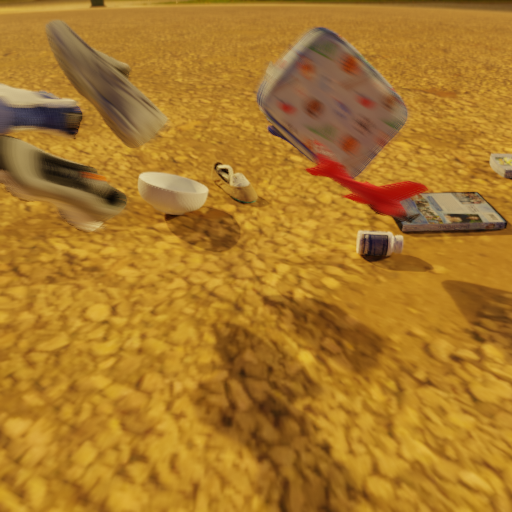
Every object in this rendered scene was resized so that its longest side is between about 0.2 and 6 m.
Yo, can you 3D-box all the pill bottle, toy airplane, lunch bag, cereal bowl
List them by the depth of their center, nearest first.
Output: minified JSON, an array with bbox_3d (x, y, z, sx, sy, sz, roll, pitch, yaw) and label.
[{"bbox_3d":[1.568,-1.012,8.274,1.992,1.992,0.366,23,78,34],"label":"toy airplane"},{"bbox_3d":[1.284,-2.689,10.102,2.531,2.028,0.956,38,17,-19],"label":"lunch bag"},{"bbox_3d":[2.389,-0.238,10.841,0.843,0.468,0.468,3,31,5],"label":"pill bottle"},{"bbox_3d":[-1.864,-1.322,12.319,1.537,0.640,1.537,14,19,-5],"label":"cereal bowl"}]

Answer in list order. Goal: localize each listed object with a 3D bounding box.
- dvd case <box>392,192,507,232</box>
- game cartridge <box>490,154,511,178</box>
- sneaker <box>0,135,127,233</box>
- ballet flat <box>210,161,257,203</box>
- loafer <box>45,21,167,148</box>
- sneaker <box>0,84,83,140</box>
[{"bbox_3d":[4.104,-1.005,12.408,2.290,0.201,1.634,-2,30,-2],"label":"dvd case"},{"bbox_3d":[6.646,-2.376,14.701,0.866,0.266,1.301,-1,30,6],"label":"game cartridge"},{"bbox_3d":[-2.693,-1.083,7.798,0.874,2.205,0.815,-21,64,19],"label":"sneaker"},{"bbox_3d":[-0.584,-1.798,13.395,0.606,0.556,1.766,-20,36,-30],"label":"ballet flat"},{"bbox_3d":[-2.876,-3.355,10.681,0.999,2.863,1.001,-40,1,-18],"label":"loafer"},{"bbox_3d":[-3.625,-2.406,9.406,1.140,0.797,1.974,15,21,20],"label":"sneaker"}]
